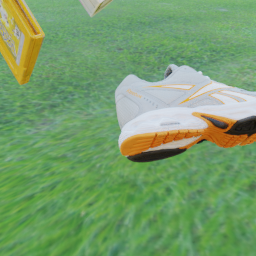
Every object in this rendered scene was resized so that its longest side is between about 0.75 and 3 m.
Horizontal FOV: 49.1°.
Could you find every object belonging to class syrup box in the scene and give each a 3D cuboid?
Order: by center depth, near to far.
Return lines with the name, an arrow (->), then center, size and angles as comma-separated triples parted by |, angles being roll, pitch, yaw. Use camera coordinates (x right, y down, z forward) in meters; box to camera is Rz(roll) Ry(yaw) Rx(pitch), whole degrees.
syrup box -> -0.788, -3.687, 7.341 | 0.885, 0.915, 2.247 | -38, 20, -2

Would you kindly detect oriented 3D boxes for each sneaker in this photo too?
sneaker -> 1.192, -0.437, 4.211 | 2.932, 1.110, 1.349 | -6, 62, -18

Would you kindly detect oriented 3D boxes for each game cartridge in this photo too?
game cartridge -> -2.586, -2.143, 6.172 | 0.326, 2.011, 1.773 | -29, 86, -35
